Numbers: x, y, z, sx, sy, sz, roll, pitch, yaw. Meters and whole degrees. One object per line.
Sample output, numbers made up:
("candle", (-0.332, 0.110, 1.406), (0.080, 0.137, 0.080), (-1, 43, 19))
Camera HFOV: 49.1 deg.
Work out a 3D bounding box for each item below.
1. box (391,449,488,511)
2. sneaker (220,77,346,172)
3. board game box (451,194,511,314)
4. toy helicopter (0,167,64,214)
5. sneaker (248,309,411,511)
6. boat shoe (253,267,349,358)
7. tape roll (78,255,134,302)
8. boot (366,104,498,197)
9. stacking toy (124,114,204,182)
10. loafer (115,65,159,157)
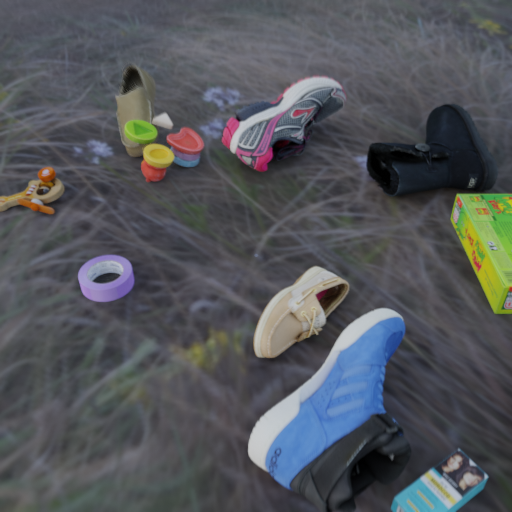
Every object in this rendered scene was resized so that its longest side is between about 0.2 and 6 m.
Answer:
("box", (2.035, 2.626, 6.203), (1.056, 0.260, 0.434), (-24, 45, -26))
("sneaker", (0.782, -2.781, 12.102), (3.238, 1.306, 1.209), (-34, 71, -27))
("board game box", (4.215, -0.115, 9.251), (1.253, 0.587, 2.467), (0, 40, 0))
("toy helicopter", (-4.308, -1.084, 10.622), (1.343, 0.530, 0.888), (-17, 51, -4))
("sneaker", (1.323, 1.792, 6.567), (1.487, 1.026, 2.674), (28, 51, 37))
("boat shoe", (0.700, 0.800, 8.016), (0.674, 0.719, 1.950), (15, 40, 32))
("tape roll", (-2.387, 0.351, 8.938), (0.834, 0.273, 0.834), (1, 40, 0))
("boot", (3.336, -2.228, 11.437), (2.247, 1.021, 2.674), (-2, 46, -9))
("stacking toy", (-1.983, -2.227, 11.678), (1.397, 0.652, 1.544), (43, 44, 19))
("loafer", (-2.686, -3.209, 12.287), (0.880, 0.781, 2.315), (-17, 62, 16))
